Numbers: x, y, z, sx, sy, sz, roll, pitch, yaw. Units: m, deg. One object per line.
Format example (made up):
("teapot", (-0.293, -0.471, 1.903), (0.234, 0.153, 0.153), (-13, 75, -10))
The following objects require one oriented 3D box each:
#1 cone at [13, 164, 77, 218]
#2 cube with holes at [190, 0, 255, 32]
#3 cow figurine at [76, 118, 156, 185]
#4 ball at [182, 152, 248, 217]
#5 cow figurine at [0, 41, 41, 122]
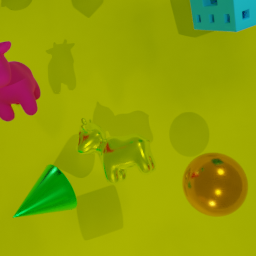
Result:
("cone", (-1.925, 1.576, 6.019), (1.181, 1.177, 1.177), (-30, 79, -38))
("cube with holes", (2.104, -2.742, 5.307), (1.369, 1.369, 1.369), (-22, 116, -12))
("cow figurine", (-0.322, 0.409, 6.471), (1.729, 0.949, 1.702), (-21, 82, 16))
("ball", (1.638, 1.065, 5.326), (1.197, 1.197, 1.197), (0, 79, 0))
("cow figurine", (-2.317, -0.988, 5.284), (0.947, 1.725, 1.698), (-15, 121, 0))
